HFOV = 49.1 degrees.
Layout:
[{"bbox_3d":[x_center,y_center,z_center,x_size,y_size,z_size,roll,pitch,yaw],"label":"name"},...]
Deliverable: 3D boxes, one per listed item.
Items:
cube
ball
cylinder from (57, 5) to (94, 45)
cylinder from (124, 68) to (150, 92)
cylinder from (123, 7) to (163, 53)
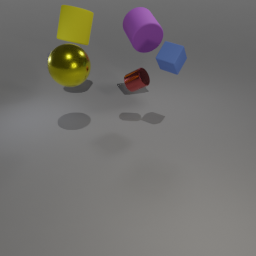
[{"bbox_3d":[1.440,-2.313,9.264,0.700,0.700,0.700,25,80,27],"label":"cube"},{"bbox_3d":[-1.932,-2.058,9.242,1.400,1.400,1.400,0,30,0],"label":"ball"},{"bbox_3d":[-2.305,-4.457,12.211,1.400,1.400,1.400,12,15,-3],"label":"cylinder"},{"bbox_3d":[0.330,-1.760,10.263,0.700,0.700,0.700,-19,17,34],"label":"cylinder"},{"bbox_3d":[0.626,-4.208,12.040,1.400,1.400,1.400,-9,51,-16],"label":"cylinder"}]
